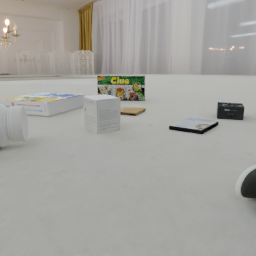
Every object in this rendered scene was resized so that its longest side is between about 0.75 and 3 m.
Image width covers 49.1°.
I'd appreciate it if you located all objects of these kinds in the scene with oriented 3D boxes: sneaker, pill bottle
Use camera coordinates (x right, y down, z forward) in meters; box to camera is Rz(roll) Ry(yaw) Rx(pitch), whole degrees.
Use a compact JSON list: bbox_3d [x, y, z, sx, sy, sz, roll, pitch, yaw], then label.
[{"bbox_3d":[2.407,0.888,4.330,1.486,0.525,0.737,-2,8,-25],"label":"sneaker"},{"bbox_3d":[-3.545,-0.038,6.931,1.911,1.087,1.087,-4,14,-11],"label":"pill bottle"}]

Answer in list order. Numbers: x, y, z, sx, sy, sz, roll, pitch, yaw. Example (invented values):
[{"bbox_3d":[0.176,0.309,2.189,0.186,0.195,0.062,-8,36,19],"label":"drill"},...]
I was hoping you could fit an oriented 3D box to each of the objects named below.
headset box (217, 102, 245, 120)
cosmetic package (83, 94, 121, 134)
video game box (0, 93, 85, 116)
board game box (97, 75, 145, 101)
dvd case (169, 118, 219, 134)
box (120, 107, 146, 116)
[{"bbox_3d":[3.975,-0.669,10.920,0.963,0.513,1.106,4,14,15],"label":"headset box"},{"bbox_3d":[-0.823,-0.470,8.873,0.876,1.053,0.881,-10,19,-35],"label":"cosmetic package"},{"bbox_3d":[-3.763,-1.129,12.586,2.605,0.669,2.859,2,13,21],"label":"video game box"},{"bbox_3d":[-0.381,-2.208,15.522,2.653,1.390,0.311,1,13,7],"label":"board game box"},{"bbox_3d":[2.213,-0.090,9.307,1.131,0.139,1.585,9,16,34],"label":"dvd case"},{"bbox_3d":[0.062,-0.723,11.977,1.068,0.139,1.306,5,15,21],"label":"box"}]
